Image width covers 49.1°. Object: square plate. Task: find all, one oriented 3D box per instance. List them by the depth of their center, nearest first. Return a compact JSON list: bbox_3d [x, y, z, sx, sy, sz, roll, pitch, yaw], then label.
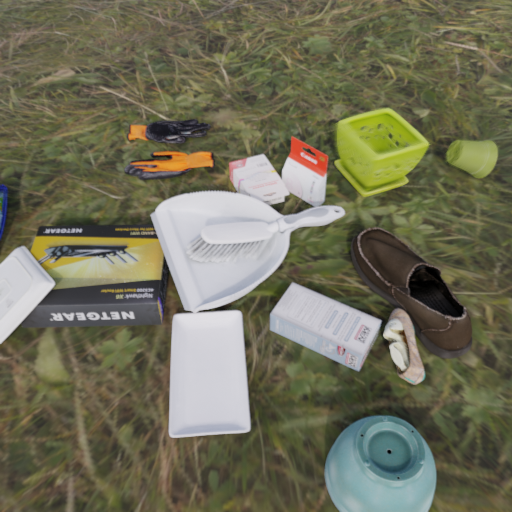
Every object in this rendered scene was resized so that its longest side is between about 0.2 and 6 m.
[{"bbox_3d":[-4.707,0.725,10.467,1.681,0.239,1.665,-49,48,-8],"label":"square plate"}]

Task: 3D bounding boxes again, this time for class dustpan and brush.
[{"bbox_3d":[0.073,-0.456,11.359,3.771,1.079,2.632,-8,57,-27],"label":"dustpan and brush"}]

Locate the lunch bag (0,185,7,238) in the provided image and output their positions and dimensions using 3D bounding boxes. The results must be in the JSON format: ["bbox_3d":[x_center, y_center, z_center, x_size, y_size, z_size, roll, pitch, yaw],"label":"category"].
[{"bbox_3d":[-6.433,-0.842,11.835,1.860,1.394,2.188,-4,35,-6],"label":"lunch bag"}]

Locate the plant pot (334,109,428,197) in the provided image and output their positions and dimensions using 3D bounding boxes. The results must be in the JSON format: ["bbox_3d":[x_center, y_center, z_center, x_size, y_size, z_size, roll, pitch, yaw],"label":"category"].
[{"bbox_3d":[2.793,-2.324,13.027,1.529,1.394,1.537,-18,52,-22],"label":"plant pot"}]

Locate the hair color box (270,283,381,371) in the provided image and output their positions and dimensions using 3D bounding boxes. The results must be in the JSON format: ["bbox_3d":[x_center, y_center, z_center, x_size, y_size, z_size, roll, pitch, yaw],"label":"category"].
[{"bbox_3d":[1.259,1.282,10.338,1.825,0.553,0.903,23,51,21],"label":"hair color box"}]

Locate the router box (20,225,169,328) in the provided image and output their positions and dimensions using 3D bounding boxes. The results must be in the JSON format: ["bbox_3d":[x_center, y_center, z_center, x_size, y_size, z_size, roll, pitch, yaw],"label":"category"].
[{"bbox_3d":[-3.128,0.348,11.084,2.700,0.705,2.123,-2,47,-1],"label":"router box"}]

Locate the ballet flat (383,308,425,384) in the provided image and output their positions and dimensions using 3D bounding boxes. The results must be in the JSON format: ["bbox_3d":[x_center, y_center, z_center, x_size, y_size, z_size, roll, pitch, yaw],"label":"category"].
[{"bbox_3d":[2.585,1.543,10.049,0.525,0.531,1.560,16,41,-25],"label":"ballet flat"}]

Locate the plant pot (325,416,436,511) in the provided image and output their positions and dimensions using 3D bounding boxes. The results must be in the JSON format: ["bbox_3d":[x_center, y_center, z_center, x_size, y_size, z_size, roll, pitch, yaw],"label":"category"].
[{"bbox_3d":[1.907,3.070,8.301,1.666,1.116,1.666,0,48,0],"label":"plant pot"}]

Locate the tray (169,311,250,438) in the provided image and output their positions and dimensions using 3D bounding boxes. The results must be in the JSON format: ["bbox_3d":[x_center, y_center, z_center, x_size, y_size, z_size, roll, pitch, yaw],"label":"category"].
[{"bbox_3d":[-0.830,2.032,9.837,1.315,0.272,2.450,-4,47,-2],"label":"tray"}]

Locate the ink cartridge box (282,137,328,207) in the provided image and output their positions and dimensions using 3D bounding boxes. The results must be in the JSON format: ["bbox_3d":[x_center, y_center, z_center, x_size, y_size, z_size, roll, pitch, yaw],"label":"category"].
[{"bbox_3d":[1.082,-1.883,12.726,1.091,1.343,0.383,35,62,28],"label":"ink cartridge box"}]

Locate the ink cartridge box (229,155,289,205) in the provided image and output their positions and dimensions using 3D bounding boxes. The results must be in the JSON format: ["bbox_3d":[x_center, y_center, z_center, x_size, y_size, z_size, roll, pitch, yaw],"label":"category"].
[{"bbox_3d":[0.065,-1.635,13.058,0.922,0.534,1.583,-16,48,-15],"label":"ink cartridge box"}]

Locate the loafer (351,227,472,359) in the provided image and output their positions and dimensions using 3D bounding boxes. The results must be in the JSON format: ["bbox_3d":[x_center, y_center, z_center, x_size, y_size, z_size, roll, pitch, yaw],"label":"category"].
[{"bbox_3d":[3.031,0.414,10.728,1.179,1.152,3.229,-23,51,-20],"label":"loafer"}]

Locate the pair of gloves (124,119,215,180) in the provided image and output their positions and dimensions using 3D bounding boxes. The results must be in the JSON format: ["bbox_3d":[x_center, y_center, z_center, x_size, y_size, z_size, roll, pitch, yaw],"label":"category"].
[{"bbox_3d":[-2.210,-2.737,14.255,2.209,0.307,2.479,-6,45,-4],"label":"pair of gloves"}]

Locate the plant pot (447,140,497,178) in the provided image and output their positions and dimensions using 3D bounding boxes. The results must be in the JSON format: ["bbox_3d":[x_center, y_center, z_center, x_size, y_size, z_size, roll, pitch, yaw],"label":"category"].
[{"bbox_3d":[5.019,-2.360,13.230,0.866,0.912,0.912,8,45,-19],"label":"plant pot"}]
